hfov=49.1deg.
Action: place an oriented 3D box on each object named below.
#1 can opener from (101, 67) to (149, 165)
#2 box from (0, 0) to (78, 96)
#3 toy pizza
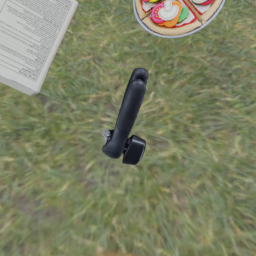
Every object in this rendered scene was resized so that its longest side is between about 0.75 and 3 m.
[{"bbox_3d":[-0.005,-0.134,4.278,0.727,1.850,0.586,7,45,-7],"label":"can opener"},{"bbox_3d":[-1.530,-1.358,4.161,0.959,0.817,1.500,26,81,-24],"label":"box"},{"bbox_3d":[1.141,-3.173,6.494,2.217,0.351,2.217,-4,79,19],"label":"toy pizza"}]
